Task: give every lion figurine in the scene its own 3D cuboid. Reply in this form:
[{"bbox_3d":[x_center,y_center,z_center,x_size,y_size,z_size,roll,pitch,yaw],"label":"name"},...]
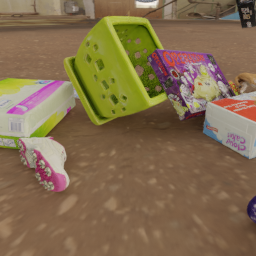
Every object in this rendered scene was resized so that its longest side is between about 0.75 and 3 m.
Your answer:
[{"bbox_3d":[4.097,-1.463,8.951,2.054,0.744,1.258,9,40,-22],"label":"lion figurine"}]

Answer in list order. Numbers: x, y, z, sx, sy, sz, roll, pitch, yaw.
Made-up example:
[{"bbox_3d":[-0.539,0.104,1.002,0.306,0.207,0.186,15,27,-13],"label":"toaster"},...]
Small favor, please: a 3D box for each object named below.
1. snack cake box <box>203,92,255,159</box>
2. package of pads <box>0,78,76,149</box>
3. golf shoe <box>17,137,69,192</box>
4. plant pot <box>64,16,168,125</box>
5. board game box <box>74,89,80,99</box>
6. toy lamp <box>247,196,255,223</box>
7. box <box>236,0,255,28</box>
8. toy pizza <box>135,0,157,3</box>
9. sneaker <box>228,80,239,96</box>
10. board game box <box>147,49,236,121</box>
[{"bbox_3d":[3.183,-0.222,6.496,2.467,0.829,1.419,-13,30,-25],"label":"snack cake box"},{"bbox_3d":[-2.774,-0.504,6.991,2.082,0.919,2.695,5,25,10],"label":"package of pads"},{"bbox_3d":[-1.409,0.543,5.129,0.790,0.650,1.726,-15,30,-35],"label":"golf shoe"},{"bbox_3d":[-0.206,-1.323,6.988,1.921,2.117,2.106,-24,4,35],"label":"plant pot"},{"bbox_3d":[-1.319,-1.504,9.906,2.127,0.275,2.127,11,28,22],"label":"board game box"},{"bbox_3d":[1.998,1.559,2.929,0.657,0.657,2.259,-1,26,-1],"label":"toy lamp"},{"bbox_3d":[2.639,-3.240,6.140,0.347,1.594,1.277,2,-12,29],"label":"box"},{"bbox_3d":[0.578,-4.948,9.658,1.515,1.515,0.240,-3,-11,-5],"label":"toy pizza"},{"bbox_3d":[3.307,-1.237,9.017,0.471,0.545,1.206,-14,30,-31],"label":"sneaker"},{"bbox_3d":[1.835,-1.200,7.318,2.873,0.464,1.724,-15,70,-48],"label":"board game box"}]
